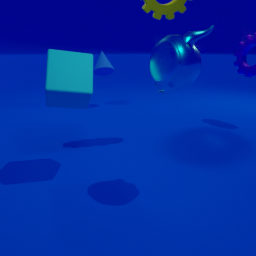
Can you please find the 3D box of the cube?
[{"bbox_3d":[-1.187,-0.941,5.625,0.858,0.858,0.858,3,-18,-15],"label":"cube"}]

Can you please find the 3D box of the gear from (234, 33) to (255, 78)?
[{"bbox_3d":[4.066,-2.339,9.067,0.252,1.364,1.364,1,14,-30],"label":"gear"}]

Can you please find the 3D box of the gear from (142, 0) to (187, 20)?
[{"bbox_3d":[0.951,-3.526,7.081,1.454,1.454,0.269,-3,29,-9],"label":"gear"}]

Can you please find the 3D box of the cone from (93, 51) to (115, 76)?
[{"bbox_3d":[-1.066,-2.835,11.907,0.938,0.942,0.938,-6,-9,-1],"label":"cone"}]

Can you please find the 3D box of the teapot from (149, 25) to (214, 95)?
[{"bbox_3d":[0.868,-1.121,4.742,0.729,1.489,0.926,-4,52,-37],"label":"teapot"}]
